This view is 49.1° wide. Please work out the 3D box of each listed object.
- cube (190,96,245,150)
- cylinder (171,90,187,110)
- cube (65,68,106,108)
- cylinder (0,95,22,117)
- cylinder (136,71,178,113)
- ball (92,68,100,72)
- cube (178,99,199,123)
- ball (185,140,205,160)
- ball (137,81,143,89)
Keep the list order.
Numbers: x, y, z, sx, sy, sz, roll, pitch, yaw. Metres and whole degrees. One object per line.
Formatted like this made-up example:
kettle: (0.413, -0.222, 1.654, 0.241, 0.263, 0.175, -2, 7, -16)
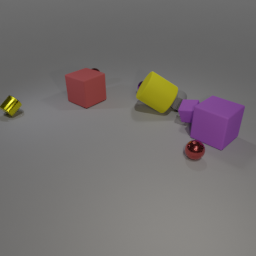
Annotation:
cube: (3.445, -0.240, 10.866, 1.400, 1.400, 1.400, 26, 40, 36)
cylinder: (2.364, -1.294, 13.044, 0.700, 0.700, 0.700, 8, 37, 13)
cube: (-2.058, -2.002, 13.799, 1.400, 1.400, 1.400, 23, 38, 35)
cylinder: (-5.270, -0.989, 12.587, 0.700, 0.700, 0.700, 21, 69, 32)
cylinder: (1.305, -1.609, 12.694, 1.400, 1.400, 1.400, 30, 29, -12)
ball: (-1.840, -2.948, 15.443, 0.700, 0.700, 0.700, 0, 31, 0)
cube: (2.589, -0.705, 11.688, 0.700, 0.700, 0.700, 5, 49, 32)
ball: (2.357, 0.770, 9.859, 0.700, 0.700, 0.700, 0, 31, 0)
ball: (0.841, -2.128, 14.711, 0.700, 0.700, 0.700, 0, 31, 0)
